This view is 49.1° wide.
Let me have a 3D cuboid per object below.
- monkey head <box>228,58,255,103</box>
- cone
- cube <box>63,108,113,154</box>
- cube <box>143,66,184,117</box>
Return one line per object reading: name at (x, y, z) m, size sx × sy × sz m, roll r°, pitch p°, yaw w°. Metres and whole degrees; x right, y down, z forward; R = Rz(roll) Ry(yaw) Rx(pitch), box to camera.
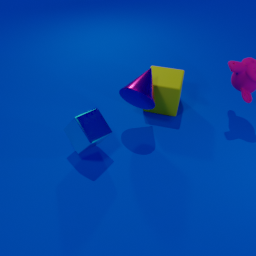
monkey head at (3.313, -1.529, 8.215) m, size 1.110 × 0.930 × 1.543 m, roll 4°, pitch 54°, yaw -13°
cone at (0.468, -1.291, 8.109) m, size 1.108 × 1.108 × 1.112 m, roll 19°, pitch 73°, yaw 18°
cube at (-1.080, 0.082, 7.542) m, size 0.808 × 0.808 × 0.808 m, roll -28°, pitch 84°, yaw -43°
cube at (1.155, -1.214, 9.149) m, size 1.113 × 1.113 × 1.113 m, roll 11°, pitch 45°, yaw 11°
